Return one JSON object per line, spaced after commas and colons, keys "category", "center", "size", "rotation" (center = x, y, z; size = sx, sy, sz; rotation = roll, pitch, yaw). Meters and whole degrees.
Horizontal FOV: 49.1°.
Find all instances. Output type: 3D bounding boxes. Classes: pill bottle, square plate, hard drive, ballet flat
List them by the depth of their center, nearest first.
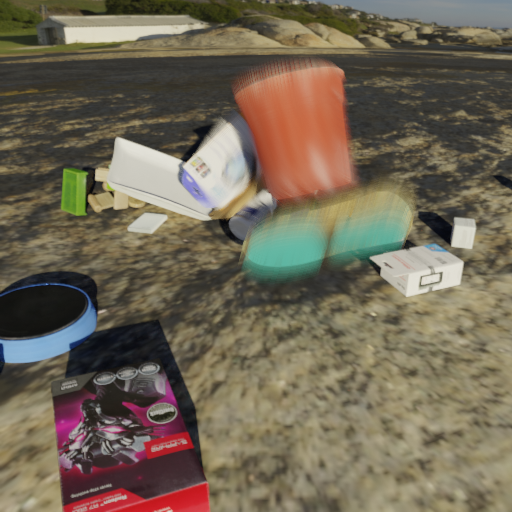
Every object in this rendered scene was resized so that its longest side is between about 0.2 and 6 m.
{"category": "ballet flat", "center": [1.169, -0.481, 9.450], "size": [2.815, 0.995, 0.995], "rotation": [-11, 23, 16]}
{"category": "pill bottle", "center": [-0.035, -0.885, 12.140], "size": [0.622, 0.622, 1.121], "rotation": [17, 49, 31]}
{"category": "hard drive", "center": [-2.466, -0.752, 12.761], "size": [0.577, 0.117, 0.875], "rotation": [7, 28, 13]}
{"category": "square plate", "center": [-2.307, -1.822, 13.541], "size": [2.500, 0.359, 2.524], "rotation": [18, 30, -19]}

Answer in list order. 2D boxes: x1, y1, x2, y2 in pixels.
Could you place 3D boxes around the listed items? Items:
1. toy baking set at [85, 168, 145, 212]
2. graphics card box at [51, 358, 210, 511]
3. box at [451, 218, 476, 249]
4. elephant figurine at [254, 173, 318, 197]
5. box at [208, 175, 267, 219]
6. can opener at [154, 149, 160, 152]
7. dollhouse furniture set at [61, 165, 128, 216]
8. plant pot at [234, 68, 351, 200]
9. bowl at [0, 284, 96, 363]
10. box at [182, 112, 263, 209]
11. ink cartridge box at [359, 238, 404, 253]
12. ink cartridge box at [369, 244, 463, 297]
{"category": "toy baking set", "center": [-3.569, -1.800, 14.694], "size": [2.232, 0.338, 2.908], "rotation": [3, 32, -8]}
{"category": "graphics card box", "center": [-1.516, 2.143, 6.387], "size": [1.430, 0.580, 2.279], "rotation": [-10, 27, -18]}
{"category": "box", "center": [4.349, -0.482, 11.789], "size": [0.425, 0.494, 0.496], "rotation": [7, 27, 14]}
{"category": "elephant figurine", "center": [0.755, -2.295, 14.373], "size": [2.051, 2.249, 2.899], "rotation": [32, 19, -37]}
{"category": "box", "center": [-0.315, -1.332, 12.541], "size": [1.436, 0.153, 1.174], "rotation": [-42, 18, -20]}
{"category": "can opener", "center": [-3.134, -3.097, 17.243], "size": [0.435, 0.351, 1.108], "rotation": [3, 27, 8]}
{"category": "dollhouse furniture set", "center": [-3.510, -1.677, 14.098], "size": [1.334, 1.031, 2.669], "rotation": [19, 20, 33]}
{"category": "plant pot", "center": [0.785, -2.082, 10.028], "size": [1.982, 1.928, 1.982], "rotation": [-13, 3, 1]}
{"category": "bowl", "center": [-3.513, 1.001, 8.936], "size": [1.862, 0.366, 1.862], "rotation": [0, 27, 0]}
{"category": "box", "center": [-0.567, -1.977, 11.993], "size": [2.077, 1.236, 0.431], "rotation": [-42, 1, 5]}
{"category": "ink cartridge box", "center": [2.491, -0.461, 11.990], "size": [1.323, 0.288, 1.148], "rotation": [8, 29, 15]}
{"category": "ink cartridge box", "center": [2.889, 0.270, 10.249], "size": [1.481, 0.502, 0.859], "rotation": [-10, 28, -19]}
